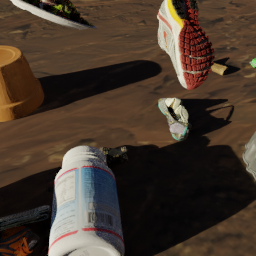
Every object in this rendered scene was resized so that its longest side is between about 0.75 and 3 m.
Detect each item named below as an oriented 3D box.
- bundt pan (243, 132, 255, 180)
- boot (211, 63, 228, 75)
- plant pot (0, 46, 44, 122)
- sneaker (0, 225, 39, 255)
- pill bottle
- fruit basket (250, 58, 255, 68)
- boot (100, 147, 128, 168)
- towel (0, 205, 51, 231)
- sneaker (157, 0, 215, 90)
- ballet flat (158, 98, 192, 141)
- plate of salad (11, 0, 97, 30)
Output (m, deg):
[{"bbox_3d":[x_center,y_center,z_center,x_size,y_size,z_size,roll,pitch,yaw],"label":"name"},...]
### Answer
[{"bbox_3d":[4.786,0.712,7.836,2.806,1.053,2.806,-1,39,1],"label":"bundt pan"},{"bbox_3d":[4.028,-2.865,12.789,1.153,0.381,1.010,28,60,31],"label":"boot"},{"bbox_3d":[-4.588,-1.748,10.201,2.687,1.881,2.687,1,40,-1],"label":"plant pot"},{"bbox_3d":[-2.204,2.676,5.605,1.162,0.805,2.075,-32,49,-31],"label":"sneaker"},{"bbox_3d":[-0.943,1.698,6.283,1.469,1.469,2.702,-5,39,-6],"label":"pill bottle"},{"bbox_3d":[6.126,-2.863,12.841,0.805,0.407,0.869,-25,61,-27],"label":"fruit basket"},{"bbox_3d":[-0.401,0.918,8.109,0.817,0.397,1.085,-5,33,-5],"label":"boot"},{"bbox_3d":[-2.365,1.983,6.267,1.236,1.283,0.222,-10,85,-15],"label":"towel"},{"bbox_3d":[1.211,-1.904,6.236,0.903,0.953,2.319,1,71,-23],"label":"sneaker"},{"bbox_3d":[1.649,-0.558,9.577,0.825,0.825,2.294,-6,39,-7],"label":"ballet flat"},{"bbox_3d":[-1.992,-3.237,7.387,2.582,0.620,2.582,21,19,-8],"label":"plate of salad"}]
